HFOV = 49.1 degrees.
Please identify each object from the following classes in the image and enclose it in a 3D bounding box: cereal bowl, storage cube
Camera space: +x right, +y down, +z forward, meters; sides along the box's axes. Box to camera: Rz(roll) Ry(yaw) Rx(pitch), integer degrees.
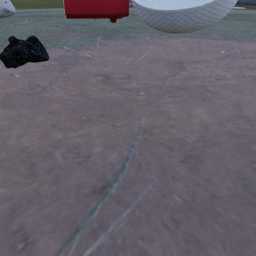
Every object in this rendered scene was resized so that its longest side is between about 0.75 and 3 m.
[{"bbox_3d":[1.161,-2.621,5.676,2.134,0.889,2.134,-7,54,10],"label":"cereal bowl"},{"bbox_3d":[-0.792,-3.296,6.514,1.437,1.598,1.366,-4,19,-10],"label":"storage cube"}]

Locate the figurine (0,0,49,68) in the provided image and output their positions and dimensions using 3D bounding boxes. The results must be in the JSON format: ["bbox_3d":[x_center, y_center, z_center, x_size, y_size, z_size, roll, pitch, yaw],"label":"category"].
[{"bbox_3d":[-2.657,-2.179,6.240,1.751,1.795,0.773,12,55,48],"label":"figurine"}]
